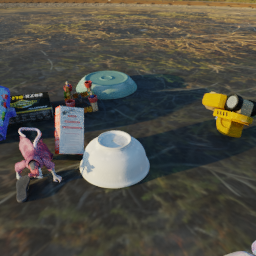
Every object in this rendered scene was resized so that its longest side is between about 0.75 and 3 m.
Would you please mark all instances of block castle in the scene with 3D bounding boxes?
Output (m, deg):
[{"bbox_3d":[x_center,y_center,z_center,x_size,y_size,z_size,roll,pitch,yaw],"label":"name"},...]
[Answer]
[{"bbox_3d":[-1.921,-1.304,11.200,1.229,0.863,1.840,-13,33,-8],"label":"block castle"}]

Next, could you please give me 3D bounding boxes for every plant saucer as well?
[{"bbox_3d":[-1.010,-2.149,13.221,2.889,0.519,2.889,0,30,0],"label":"plant saucer"}]

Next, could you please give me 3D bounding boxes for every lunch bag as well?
[{"bbox_3d":[-5.232,-0.542,9.081,2.978,1.401,2.242,-3,45,-13],"label":"lunch bag"}]

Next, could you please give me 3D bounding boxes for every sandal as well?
[{"bbox_3d":[-2.634,1.537,7.021,0.325,0.183,0.854,-9,39,-3],"label":"sandal"}]

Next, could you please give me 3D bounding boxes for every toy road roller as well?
[{"bbox_3d":[3.323,-0.442,9.407,1.096,1.302,1.784,13,6,-28],"label":"toy road roller"}]

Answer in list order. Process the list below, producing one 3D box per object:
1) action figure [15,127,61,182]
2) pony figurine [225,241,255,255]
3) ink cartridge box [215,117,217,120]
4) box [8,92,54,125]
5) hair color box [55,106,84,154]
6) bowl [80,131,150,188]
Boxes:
[{"bbox_3d":[-2.362,0.769,7.386,1.136,1.263,1.696,-2,15,-16],"label":"action figure"},{"bbox_3d":[2.286,2.294,4.199,1.988,2.059,1.715,-24,42,-9],"label":"pony figurine"},{"bbox_3d":[3.666,-0.572,10.421,0.834,0.210,0.455,-55,37,-5],"label":"ink cartridge box"},{"bbox_3d":[-4.036,-0.770,10.772,2.106,0.520,1.682,-10,29,-16],"label":"box"},{"bbox_3d":[-1.714,0.083,8.209,0.758,1.367,0.437,4,-9,-33],"label":"hair color box"},{"bbox_3d":[-0.377,0.682,7.781,1.999,0.898,1.999,-1,29,0],"label":"bowl"}]
